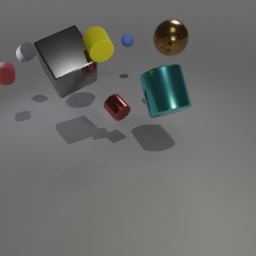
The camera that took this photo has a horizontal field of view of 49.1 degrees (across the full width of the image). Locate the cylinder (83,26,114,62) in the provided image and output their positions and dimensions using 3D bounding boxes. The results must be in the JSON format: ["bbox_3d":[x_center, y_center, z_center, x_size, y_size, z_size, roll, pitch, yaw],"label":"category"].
[{"bbox_3d":[-0.827,-2.319,7.768,0.700,0.700,0.700,-12,55,-20],"label":"cylinder"}]

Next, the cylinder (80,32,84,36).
[{"bbox_3d":[-2.220,-3.220,11.955,1.400,1.400,1.400,7,36,-5],"label":"cylinder"}]

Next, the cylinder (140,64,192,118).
[{"bbox_3d":[1.212,-1.172,9.108,1.400,1.400,1.400,-14,-4,-1],"label":"cylinder"}]

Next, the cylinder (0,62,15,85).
[{"bbox_3d":[-4.676,-2.081,10.693,0.700,0.700,0.700,-10,33,-16],"label":"cylinder"}]

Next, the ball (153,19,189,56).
[{"bbox_3d":[1.703,-3.575,11.145,1.400,1.400,1.400,0,30,0],"label":"ball"}]

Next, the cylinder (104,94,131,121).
[{"bbox_3d":[-0.382,-0.726,9.863,0.700,0.700,0.700,-24,60,-35],"label":"cylinder"}]

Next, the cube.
[{"bbox_3d":[-1.899,-2.044,8.831,1.400,1.400,1.400,-29,79,-14],"label":"cube"}]

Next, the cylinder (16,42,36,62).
[{"bbox_3d":[-4.390,-3.265,12.087,0.700,0.700,0.700,-23,9,-33],"label":"cylinder"}]

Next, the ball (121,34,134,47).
[{"bbox_3d":[-0.035,-4.798,15.335,0.700,0.700,0.700,0,30,0],"label":"ball"}]
